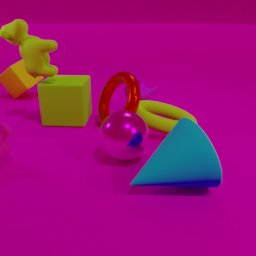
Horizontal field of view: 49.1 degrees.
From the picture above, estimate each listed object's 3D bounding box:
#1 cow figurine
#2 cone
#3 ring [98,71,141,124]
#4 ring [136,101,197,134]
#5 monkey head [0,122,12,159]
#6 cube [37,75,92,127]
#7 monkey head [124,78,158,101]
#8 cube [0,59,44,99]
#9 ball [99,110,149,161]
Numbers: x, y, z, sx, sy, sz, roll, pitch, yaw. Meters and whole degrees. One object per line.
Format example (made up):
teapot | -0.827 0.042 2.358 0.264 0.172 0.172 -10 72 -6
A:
cow figurine | -2.769 -2.155 7.746 1.543 1.569 0.861 3 20 -3
cone | 0.694 0.750 5.244 1.460 1.454 1.454 -24 28 -11
ring | -0.289 -0.762 7.998 0.350 1.751 1.751 14 10 -38
ring | 1.030 -0.322 8.115 1.989 0.398 1.989 13 20 -5
monkey head | -2.926 0.302 5.973 0.909 1.263 0.761 -39 1 38
cube | -1.905 -0.871 8.737 1.302 1.302 1.302 1 23 3
monkey head | 0.395 -1.235 9.081 0.994 0.832 1.381 -35 -2 -9
cube | -4.193 -1.962 10.976 1.029 1.029 1.029 -22 22 35
ball | -0.090 0.174 6.372 1.151 1.151 1.151 0 23 0
